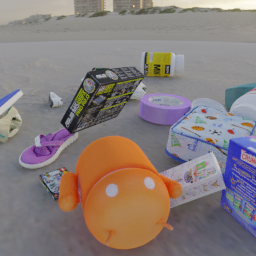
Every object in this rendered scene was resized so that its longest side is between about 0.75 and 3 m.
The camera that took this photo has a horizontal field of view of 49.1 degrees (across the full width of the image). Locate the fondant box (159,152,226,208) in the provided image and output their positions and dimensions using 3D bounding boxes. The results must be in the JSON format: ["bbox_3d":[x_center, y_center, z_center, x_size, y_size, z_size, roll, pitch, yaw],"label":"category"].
[{"bbox_3d":[1.445,1.231,6.606,1.473,0.429,1.063,-27,16,18],"label":"fondant box"}]

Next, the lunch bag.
[{"bbox_3d":[2.577,0.267,8.694,2.381,1.123,2.971,18,28,27],"label":"lunch bag"}]

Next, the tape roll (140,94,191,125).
[{"bbox_3d":[1.599,-0.855,12.088,2.171,0.712,2.171,3,23,-1],"label":"tape roll"}]

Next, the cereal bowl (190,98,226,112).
[{"bbox_3d":[3.208,-0.566,11.384,1.436,0.598,1.436,5,42,-4],"label":"cereal bowl"}]

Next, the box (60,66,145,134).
[{"bbox_3d":[-0.784,-1.004,9.418,0.589,2.133,2.663,45,33,14],"label":"box"}]

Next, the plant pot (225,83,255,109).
[{"bbox_3d":[5.477,-1.358,12.773,1.328,1.327,1.878,-20,23,-41],"label":"plant pot"}]

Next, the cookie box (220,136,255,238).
[{"bbox_3d":[2.691,1.223,5.748,0.647,1.721,1.472,-8,24,-19],"label":"cookie box"}]

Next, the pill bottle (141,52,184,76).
[{"bbox_3d":[2.453,-4.510,19.866,2.921,1.669,1.669,3,22,9],"label":"pill bottle"}]

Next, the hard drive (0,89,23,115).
[{"bbox_3d":[-5.412,-0.680,11.223,1.807,0.347,2.739,-28,21,8],"label":"hard drive"}]

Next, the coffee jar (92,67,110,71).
[{"bbox_3d":[-1.939,-4.070,20.256,1.316,0.561,0.686,5,19,10],"label":"coffee jar"}]

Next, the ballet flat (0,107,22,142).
[{"bbox_3d":[-4.464,-0.136,10.588,0.828,0.828,2.384,-1,24,-3],"label":"ballet flat"}]

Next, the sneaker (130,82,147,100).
[{"bbox_3d":[0.408,-2.169,15.215,1.197,1.110,2.954,12,26,-1],"label":"sneaker"}]

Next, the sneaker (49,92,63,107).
[{"bbox_3d":[-3.597,-1.371,13.891,0.623,0.533,1.431,1,27,-24],"label":"sneaker"}]

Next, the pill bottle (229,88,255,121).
[{"bbox_3d":[4.792,-0.591,10.368,1.608,1.608,2.864,17,29,36],"label":"pill bottle"}]

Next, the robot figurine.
[{"bbox_3d":[-0.153,1.223,5.816,2.089,1.694,2.905,37,8,-26],"label":"robot figurine"}]

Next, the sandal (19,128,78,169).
[{"bbox_3d":[-2.576,0.436,9.084,1.097,0.662,2.695,6,23,15],"label":"sandal"}]

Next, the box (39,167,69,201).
[{"bbox_3d":[-1.771,1.420,7.276,0.728,0.212,1.064,-15,27,-32],"label":"box"}]

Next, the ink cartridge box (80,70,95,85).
[{"bbox_3d":[-1.291,-2.339,15.240,2.000,1.133,2.728,2,23,7],"label":"ink cartridge box"}]
